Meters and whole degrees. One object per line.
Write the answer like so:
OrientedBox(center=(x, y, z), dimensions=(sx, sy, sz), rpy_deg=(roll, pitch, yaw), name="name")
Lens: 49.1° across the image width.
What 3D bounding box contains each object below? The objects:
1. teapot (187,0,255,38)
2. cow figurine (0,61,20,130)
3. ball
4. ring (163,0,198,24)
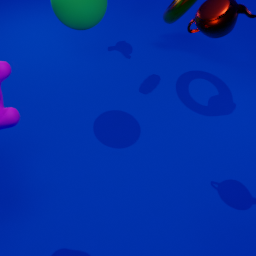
OrientedBox(center=(1.668, -1.976, 5.079), dimensions=(1.241, 0.608, 0.772), rpy_deg=(-7, 59, 29), name="teapot")
OrientedBox(center=(-2.389, -0.175, 4.106), dimensions=(1.560, 0.870, 1.585), rpy_deg=(-13, 84, 22), name="cow figurine")
OrientedBox(center=(-1.156, -3.026, 6.660), dimensions=(1.330, 1.330, 1.330), rpy_deg=(0, 50, 0), name="ball")
OrientedBox(center=(1.747, -3.776, 7.878), dimensions=(0.402, 2.010, 2.010), rpy_deg=(40, 53, -13), name="ring")
